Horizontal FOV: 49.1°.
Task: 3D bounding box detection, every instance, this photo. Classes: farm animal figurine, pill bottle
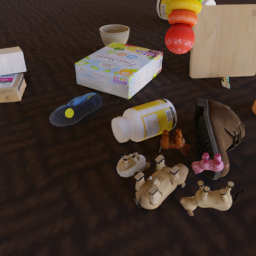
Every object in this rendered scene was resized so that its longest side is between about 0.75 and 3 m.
[{"bbox_3d":[0.912,1.031,5.415,1.836,0.968,1.857,-23,47,-11],"label":"farm animal figurine"},{"bbox_3d":[0.401,-0.155,7.040,1.522,0.852,0.852,-18,39,-23],"label":"pill bottle"},{"bbox_3d":[3.190,-6.606,15.396,1.669,1.669,2.998,-28,44,-33],"label":"pill bottle"}]

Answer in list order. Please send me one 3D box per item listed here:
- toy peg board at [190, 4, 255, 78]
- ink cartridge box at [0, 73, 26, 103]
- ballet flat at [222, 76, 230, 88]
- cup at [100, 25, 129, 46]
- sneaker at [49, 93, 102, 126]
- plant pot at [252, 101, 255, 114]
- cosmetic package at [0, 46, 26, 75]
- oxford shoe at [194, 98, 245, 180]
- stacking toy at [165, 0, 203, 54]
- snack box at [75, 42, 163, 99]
[{"bbox_3d":[3.329,-3.132,10.136,2.374,2.384,1.166,-3,20,-5],"label":"toy peg board"},{"bbox_3d":[-4.054,-1.268,8.911,1.338,0.502,1.102,-6,37,-6],"label":"ink cartridge box"},{"bbox_3d":[3.332,-1.540,9.569,0.261,0.261,0.751,7,35,10],"label":"ballet flat"},{"bbox_3d":[-0.574,-3.860,12.192,1.283,0.918,1.283,0,35,0],"label":"cup"},{"bbox_3d":[-1.528,-0.525,7.931,1.679,0.553,0.658,-32,27,-33],"label":"sneaker"},{"bbox_3d":[4.195,-0.760,8.019,1.027,0.719,1.027,1,35,-1],"label":"plant pot"},{"bbox_3d":[-4.275,-2.381,9.830,1.115,0.684,2.701,-12,23,-19],"label":"cosmetic package"},{"bbox_3d":[2.183,0.122,6.527,1.191,1.025,2.822,8,36,8],"label":"oxford shoe"},{"bbox_3d":[1.383,-3.137,6.712,1.128,2.642,1.128,8,6,-1],"label":"stacking toy"},{"bbox_3d":[-0.244,-2.125,9.821,2.114,0.848,2.507,18,41,23],"label":"snack box"}]
